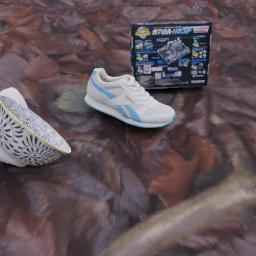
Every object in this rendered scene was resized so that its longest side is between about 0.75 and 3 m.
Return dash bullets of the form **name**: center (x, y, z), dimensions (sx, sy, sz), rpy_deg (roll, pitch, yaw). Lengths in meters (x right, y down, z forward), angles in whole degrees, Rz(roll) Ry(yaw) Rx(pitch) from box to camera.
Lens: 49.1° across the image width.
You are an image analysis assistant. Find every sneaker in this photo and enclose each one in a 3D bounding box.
- **sneaker**: center (-2.673, 0.498, 7.157), dimensions (0.675, 0.431, 1.169), rpy_deg (20, 47, 1)
- **sneaker**: center (0.071, -0.807, 7.657), dimensions (2.605, 1.052, 0.996), rpy_deg (20, 29, 8)

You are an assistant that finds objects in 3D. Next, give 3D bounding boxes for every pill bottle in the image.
- **pill bottle**: center (-3.696, -0.195, 7.169), dimensions (1.170, 1.170, 2.065), rpy_deg (35, 50, 28)

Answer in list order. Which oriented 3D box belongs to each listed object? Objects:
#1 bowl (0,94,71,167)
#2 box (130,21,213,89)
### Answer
- **bowl**: center (-2.359, 0.241, 6.322), dimensions (0.941, 2.005, 2.005), rpy_deg (-49, 59, 0)
- **box**: center (1.262, -2.202, 8.511), dimensions (2.403, 1.910, 0.553), rpy_deg (-3, 21, -3)
